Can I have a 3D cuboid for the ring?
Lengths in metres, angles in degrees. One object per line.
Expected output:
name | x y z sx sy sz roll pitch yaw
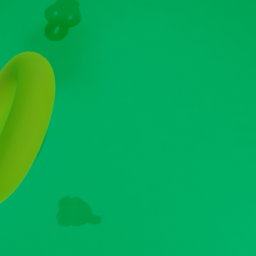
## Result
ring | -1.423 -0.016 3.214 0.369 1.845 1.845 25 58 -37
